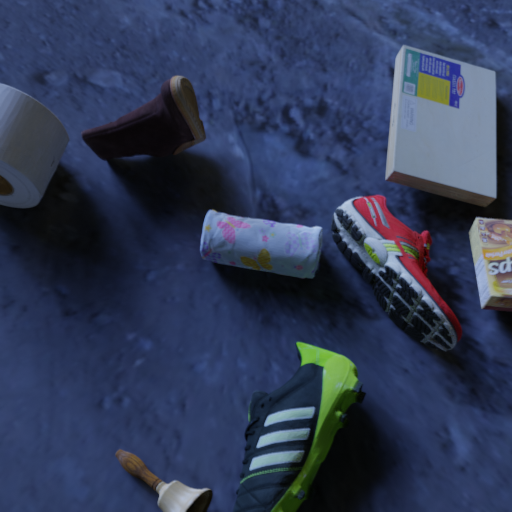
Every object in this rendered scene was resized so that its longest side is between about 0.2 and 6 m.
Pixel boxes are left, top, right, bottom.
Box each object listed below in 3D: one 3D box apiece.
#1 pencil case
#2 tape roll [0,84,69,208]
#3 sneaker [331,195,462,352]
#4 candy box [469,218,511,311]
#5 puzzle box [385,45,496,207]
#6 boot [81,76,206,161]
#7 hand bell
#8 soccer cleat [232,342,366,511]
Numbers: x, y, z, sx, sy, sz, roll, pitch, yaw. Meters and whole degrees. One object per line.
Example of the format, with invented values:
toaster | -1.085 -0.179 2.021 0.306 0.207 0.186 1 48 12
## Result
pencil case | 0.090 -0.207 8.756 1.928 0.802 0.875 8 49 3
tape roll | -4.070 -1.718 8.917 1.769 1.769 1.215 13 65 6
sneaker | 2.311 0.113 8.502 1.171 1.062 2.758 -25 68 -19
candy box | 3.877 0.130 8.662 0.873 0.418 1.512 4 53 3
puzzle box | 3.263 -2.309 9.754 1.844 0.352 2.772 14 66 -6
boot | -1.810 -2.004 8.819 1.902 2.286 0.827 -12 84 -1
hand bell | -1.346 3.029 7.458 1.409 0.734 0.734 27 67 26
soccer cleat | 0.275 2.594 7.432 1.272 1.059 3.138 23 64 27
